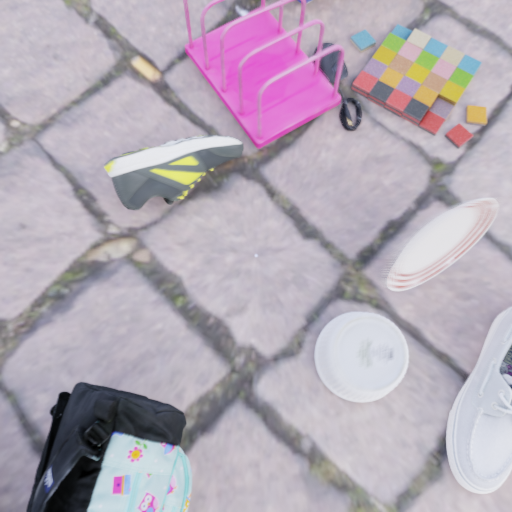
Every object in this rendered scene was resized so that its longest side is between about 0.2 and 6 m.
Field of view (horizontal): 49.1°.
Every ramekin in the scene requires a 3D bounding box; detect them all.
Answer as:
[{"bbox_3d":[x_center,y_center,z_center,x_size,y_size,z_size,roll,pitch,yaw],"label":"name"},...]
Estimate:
[{"bbox_3d":[1.538,1.420,8.034,1.321,0.694,1.321,1,75,-4],"label":"ramekin"}]

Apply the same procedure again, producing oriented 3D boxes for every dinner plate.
[{"bbox_3d":[2.633,-0.180,8.076,1.919,1.919,0.233,-30,61,-10],"label":"dinner plate"}]

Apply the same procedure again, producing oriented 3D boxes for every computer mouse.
[{"bbox_3d":[1.465,-3.051,9.933,0.546,0.317,1.863,-16,71,-7],"label":"computer mouse"}]

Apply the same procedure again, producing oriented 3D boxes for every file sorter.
[{"bbox_3d":[0.086,-3.505,9.385,1.739,1.569,2.502,-31,71,-11],"label":"file sorter"}]

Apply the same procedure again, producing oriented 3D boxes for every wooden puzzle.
[{"bbox_3d":[2.900,-3.208,10.042,2.904,0.204,1.722,32,73,11],"label":"wooden puzzle"}]

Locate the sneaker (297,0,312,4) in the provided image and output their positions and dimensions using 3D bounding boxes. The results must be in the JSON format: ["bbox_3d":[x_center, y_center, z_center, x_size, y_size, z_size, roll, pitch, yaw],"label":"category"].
[{"bbox_3d":[1.263,-5.305,10.442,3.113,1.172,1.372,4,80,9],"label":"sneaker"}]

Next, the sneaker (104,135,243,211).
[{"bbox_3d":[-1.267,-1.385,9.166,2.305,0.858,0.975,-16,107,-18],"label":"sneaker"}]

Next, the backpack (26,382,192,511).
[{"bbox_3d":[-1.832,3.056,6.731,1.750,2.307,2.764,19,74,-21],"label":"backpack"}]

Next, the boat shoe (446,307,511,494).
[{"bbox_3d":[3.536,1.907,7.786,1.015,0.966,2.818,31,73,10],"label":"boat shoe"}]
